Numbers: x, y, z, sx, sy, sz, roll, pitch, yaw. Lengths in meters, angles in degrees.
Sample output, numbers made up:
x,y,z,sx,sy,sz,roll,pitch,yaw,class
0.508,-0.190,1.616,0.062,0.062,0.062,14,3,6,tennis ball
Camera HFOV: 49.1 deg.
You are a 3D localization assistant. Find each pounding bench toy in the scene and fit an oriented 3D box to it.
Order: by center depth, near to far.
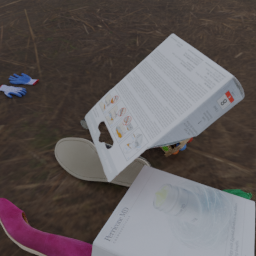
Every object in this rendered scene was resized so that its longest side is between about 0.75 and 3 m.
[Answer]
x,y,z,sx,sy,sz,roll,pitch,yaw,class
1.086,0.250,7.739,0.989,1.268,0.788,48,57,1,pounding bench toy

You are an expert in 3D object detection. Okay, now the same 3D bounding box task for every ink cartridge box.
x,y,z,sx,sy,sz,roll,pitch,yaw,class
0.490,-0.393,5.477,2.691,0.675,2.182,-43,39,12,ink cartridge box

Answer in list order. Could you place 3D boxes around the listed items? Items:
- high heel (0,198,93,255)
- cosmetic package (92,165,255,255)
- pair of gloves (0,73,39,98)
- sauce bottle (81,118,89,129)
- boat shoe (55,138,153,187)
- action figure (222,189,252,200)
x,y,z,sx,sy,sz,roll,pitch,yaw,class
-1.644,2.062,5.644,1.173,0.823,2.445,-39,60,-22,high heel
0.854,2.067,4.929,2.277,1.399,2.269,15,29,18,cosmetic package
-3.945,-1.534,10.010,1.109,0.157,1.379,14,44,14,pair of gloves
-0.814,-0.537,8.706,0.523,0.523,1.617,25,50,24,sauce bottle
-0.616,0.881,7.212,2.708,0.984,0.849,13,2,21,boat shoe
2.347,1.691,6.470,1.283,0.351,0.758,-7,42,-18,action figure
